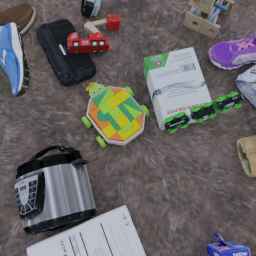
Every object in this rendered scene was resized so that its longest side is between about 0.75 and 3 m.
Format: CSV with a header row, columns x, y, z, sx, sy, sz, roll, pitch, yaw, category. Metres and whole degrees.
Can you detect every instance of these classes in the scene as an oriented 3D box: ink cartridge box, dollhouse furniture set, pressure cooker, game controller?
x,y,z,sx,sy,sz,roll,pitch,yaw,category
1.536,-1.221,8.875,1.645,0.932,2.243,-12,73,-4,ink cartridge box
2.858,-4.217,9.330,1.305,1.862,1.312,29,75,9,dollhouse furniture set
-1.990,1.576,7.530,1.913,1.943,2.175,-10,73,-17,pressure cooker
2.618,3.711,7.081,0.783,1.400,2.051,-5,73,0,ink cartridge box
-2.133,-2.658,9.632,1.351,0.545,2.590,-22,74,-22,game controller

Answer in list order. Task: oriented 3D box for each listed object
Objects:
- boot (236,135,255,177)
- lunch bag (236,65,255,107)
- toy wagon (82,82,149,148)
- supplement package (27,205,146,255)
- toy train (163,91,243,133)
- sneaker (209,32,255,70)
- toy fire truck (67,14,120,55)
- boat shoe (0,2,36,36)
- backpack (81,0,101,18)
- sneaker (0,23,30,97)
x,y,z,sx,sy,sz,roll,pitch,yaw,category
4.498,0.181,8.525,2.430,0.803,2.128,-13,73,-3,boot
4.289,-1.427,9.027,1.087,0.815,1.282,-31,68,-11,lunch bag
-0.565,-0.589,8.923,1.854,0.473,2.390,-36,76,-11,toy wagon
-0.943,3.182,7.163,2.537,1.538,1.519,-22,77,-6,supplement package
1.665,-0.370,6.356,1.831,0.516,0.382,-22,101,13,toy train
4.044,-2.643,9.214,2.638,1.166,1.061,-2,74,1,sneaker
-1.150,-3.220,9.590,1.869,0.456,1.318,-6,70,-11,toy fire truck
-4.355,-3.488,9.550,1.004,1.006,2.719,41,77,12,boat shoe
-1.321,-4.507,10.008,0.684,0.784,0.892,3,72,-16,backpack
-3.171,-1.766,7.453,0.869,0.765,1.949,-12,86,-8,sneaker
